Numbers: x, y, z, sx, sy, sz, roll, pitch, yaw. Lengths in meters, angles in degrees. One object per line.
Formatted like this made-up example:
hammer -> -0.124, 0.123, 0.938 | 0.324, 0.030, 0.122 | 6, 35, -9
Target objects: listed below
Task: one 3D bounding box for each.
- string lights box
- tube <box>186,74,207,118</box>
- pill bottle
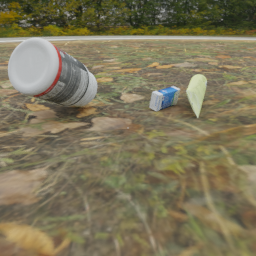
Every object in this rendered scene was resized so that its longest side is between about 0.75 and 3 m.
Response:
string lights box -> 1.391, -1.111, 10.496 | 1.272, 0.654, 0.375 | -20, 41, -42
tube -> 2.521, -1.345, 10.475 | 0.780, 0.697, 2.687 | 27, 31, 4
pill bottle -> -2.315, -1.655, 9.368 | 1.727, 1.727, 2.981 | 8, -3, 20
